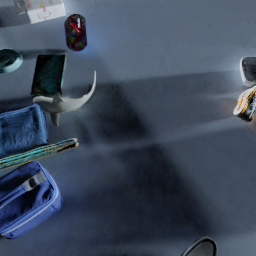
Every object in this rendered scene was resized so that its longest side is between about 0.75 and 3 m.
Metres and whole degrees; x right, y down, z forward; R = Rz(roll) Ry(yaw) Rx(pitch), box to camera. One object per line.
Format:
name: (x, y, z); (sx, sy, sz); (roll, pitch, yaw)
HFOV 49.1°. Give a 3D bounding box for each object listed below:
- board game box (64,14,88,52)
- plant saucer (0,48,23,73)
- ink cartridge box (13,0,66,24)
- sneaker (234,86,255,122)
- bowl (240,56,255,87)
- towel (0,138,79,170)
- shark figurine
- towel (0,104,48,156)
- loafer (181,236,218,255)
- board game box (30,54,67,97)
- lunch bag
board game box: (-1.912, -3.318, 9.795); (1.011, 1.280, 0.249); (6, 16, 32)
plant saucer: (-4.329, -2.418, 9.868); (1.160, 0.159, 1.160); (0, 60, 1)
ink cartridge box: (-3.453, -4.723, 10.925); (1.760, 0.594, 1.025); (-18, 62, -12)
sneaker: (3.786, -0.751, 8.755); (0.561, 0.568, 1.452); (41, 63, -7)
bowl: (4.324, -1.814, 9.362); (1.169, 0.436, 1.168); (3, 60, 1)
towel: (-2.697, 0.731, 7.060); (2.917, 2.139, 0.317); (-17, 92, -9)
shark figurine: (-1.841, -0.917, 8.560); (2.146, 0.895, 1.282); (-19, 59, -6)
towel: (-3.594, 0.174, 8.138); (2.423, 0.588, 1.353); (-13, 62, -8)
loafer: (1.354, 3.372, 6.186); (0.816, 0.811, 2.242); (32, 64, 18)
board game box: (-2.590, -1.742, 9.190); (0.997, 0.208, 1.474); (2, 71, 5)
lunch bag: (-2.682, 1.763, 6.842); (1.902, 1.258, 1.292); (-33, 65, -18)
